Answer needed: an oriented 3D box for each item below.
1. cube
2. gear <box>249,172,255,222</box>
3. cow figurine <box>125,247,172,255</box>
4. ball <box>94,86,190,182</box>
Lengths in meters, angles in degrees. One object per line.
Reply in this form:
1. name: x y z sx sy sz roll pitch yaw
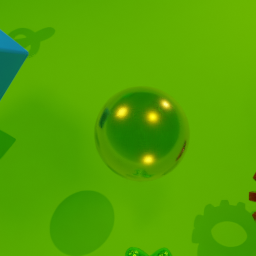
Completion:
1. cube: -2.672 -1.148 4.615 1.200 1.200 1.200 38 105 0
2. gear: 2.817 1.223 4.815 1.473 0.272 1.473 1 84 -12
3. cow figurine: 0.344 2.227 3.940 1.253 1.273 0.699 38 113 -15
4. ball: 0.188 0.078 3.856 1.302 1.302 1.302 0 67 0
